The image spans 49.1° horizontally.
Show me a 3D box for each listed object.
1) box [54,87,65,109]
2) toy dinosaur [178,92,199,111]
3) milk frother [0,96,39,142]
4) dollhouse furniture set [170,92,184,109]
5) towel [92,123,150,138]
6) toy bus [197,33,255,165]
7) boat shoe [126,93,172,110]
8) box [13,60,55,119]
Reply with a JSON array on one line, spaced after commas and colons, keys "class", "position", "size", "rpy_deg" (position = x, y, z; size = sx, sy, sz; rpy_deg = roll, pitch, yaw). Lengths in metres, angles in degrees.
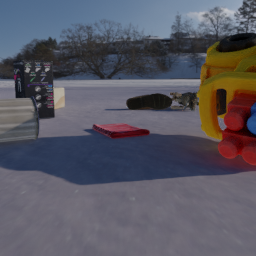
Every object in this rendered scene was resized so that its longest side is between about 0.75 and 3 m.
[{"class": "box", "position": [-3.791, -1.285, 12.374], "size": [1.171, 0.958, 2.465], "rpy_deg": [2, 10, 11]}, {"class": "toy dinosaur", "position": [2.785, -1.339, 12.903], "size": [1.224, 0.921, 2.394], "rpy_deg": [5, 12, -12]}, {"class": "milk frother", "position": [-2.977, -0.533, 6.167], "size": [1.618, 1.721, 1.553], "rpy_deg": [-6, 8, -31]}, {"class": "dollhouse furniture set", "position": [2.271, -1.257, 12.831], "size": [0.491, 0.755, 0.693], "rpy_deg": [-3, 10, -17]}, {"class": "towel", "position": [-0.219, 0.029, 7.373], "size": [1.061, 0.165, 1.467], "rpy_deg": [-4, 11, -27]}, {"class": "toy bus", "position": [2.357, -0.485, 5.394], "size": [2.852, 2.016, 2.971], "rpy_deg": [-35, 33, -31]}, {"class": "boat shoe", "position": [0.939, -1.224, 12.680], "size": [2.058, 0.740, 0.700], "rpy_deg": [-1, 11, -4]}, {"class": "box", "position": [-3.314, -1.355, 9.870], "size": [1.052, 1.983, 1.212], "rpy_deg": [-7, 13, -35]}]
